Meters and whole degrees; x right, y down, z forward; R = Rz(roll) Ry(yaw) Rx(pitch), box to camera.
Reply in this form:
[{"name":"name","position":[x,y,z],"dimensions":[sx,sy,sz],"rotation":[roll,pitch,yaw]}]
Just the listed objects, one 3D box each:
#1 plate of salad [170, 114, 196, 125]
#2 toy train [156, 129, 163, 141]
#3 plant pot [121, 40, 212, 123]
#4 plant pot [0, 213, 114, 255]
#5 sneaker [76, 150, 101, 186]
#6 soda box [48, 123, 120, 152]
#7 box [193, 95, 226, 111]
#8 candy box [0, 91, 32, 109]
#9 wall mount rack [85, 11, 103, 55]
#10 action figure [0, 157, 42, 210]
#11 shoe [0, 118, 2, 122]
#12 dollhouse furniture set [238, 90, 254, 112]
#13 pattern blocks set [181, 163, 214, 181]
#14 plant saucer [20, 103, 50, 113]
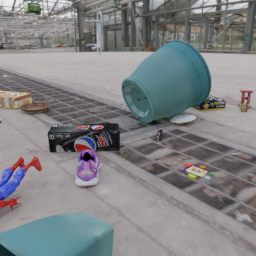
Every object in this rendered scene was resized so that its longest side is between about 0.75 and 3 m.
[{"name":"plate of salad","position":[2.238,-0.333,11.380],"dimensions":[1.054,0.253,1.054],"rotation":[-10,16,3]},{"name":"toy train","position":[1.106,0.242,9.879],"dimensions":[0.210,0.156,0.915],"rotation":[0,19,11]},{"name":"plant pot","position":[1.368,-1.672,11.497],"dimensions":[2.762,2.939,2.939],"rotation":[-33,33,-23]},{"name":"plant pot","position":[-0.941,1.881,3.977],"dimensions":[1.063,1.062,1.504],"rotation":[13,15,33]},{"name":"sneaker","position":[-1.046,0.847,7.321],"dimensions":[0.650,0.715,1.617],"rotation":[-3,18,-6]},{"name":"soda box","position":[-1.356,0.296,8.893],"dimensions":[2.195,0.695,0.777],"rotation":[-2,21,-3]},{"name":"box","position":[3.740,-1.313,13.915],"dimensions":[1.394,0.431,1.746],"rotation":[-5,20,-19]},{"name":"candy box","position":[-6.053,-1.439,14.020],"dimensions":[2.071,0.573,1.195],"rotation":[7,21,20]},{"name":"wall mount rack","position":[-1.386,-3.944,11.761],"dimensions":[0.673,1.804,1.567],"rotation":[-6,22,-20]},{"name":"action figure","position":[-2.747,1.427,5.895],"dimensions":[0.778,0.615,2.378],"rotation":[1,23,20]},{"name":"shoe","position":[-5.667,-0.455,11.604],"dimensions":[1.210,0.323,0.423],"rotation":[14,24,34]},{"name":"dollhouse furniture set","position":[5.653,-1.294,13.330],"dimensions":[0.581,0.769,1.430],"rotation":[5,20,15]},{"name":"pattern blocks set","position":[1.821,1.149,7.423],"dimensions":[0.856,0.069,0.752],"rotation":[11,22,27]},{"name":"plant saucer","position":[-4.319,-0.919,13.058],"dimensions":[1.331,0.244,1.331],"rotation":[1,20,0]}]
